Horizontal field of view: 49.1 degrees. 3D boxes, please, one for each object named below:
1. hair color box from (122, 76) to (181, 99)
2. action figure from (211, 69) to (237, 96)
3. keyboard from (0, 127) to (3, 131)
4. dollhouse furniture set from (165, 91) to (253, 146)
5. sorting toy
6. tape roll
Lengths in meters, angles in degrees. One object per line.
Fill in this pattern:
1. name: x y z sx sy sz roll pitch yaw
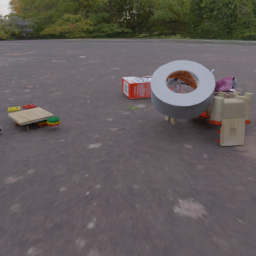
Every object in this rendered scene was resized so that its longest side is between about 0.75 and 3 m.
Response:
1. hair color box: 1.039 -1.901 12.701 2.376 0.759 1.318 -5 22 -16
2. action figure: 3.985 -1.816 12.731 1.827 1.224 1.360 -5 62 20
3. keyboard: -4.351 0.261 8.047 1.119 0.181 1.761 -4 22 7
4. dollhouse furniture set: 2.641 -0.388 8.742 2.571 1.324 2.543 -3 10 -7
5. sorting toy: -3.191 -0.298 9.156 1.087 0.381 2.255 -18 28 -38
6. tape roll: 1.586 -1.157 8.251 1.844 0.609 1.844 -3 55 5
